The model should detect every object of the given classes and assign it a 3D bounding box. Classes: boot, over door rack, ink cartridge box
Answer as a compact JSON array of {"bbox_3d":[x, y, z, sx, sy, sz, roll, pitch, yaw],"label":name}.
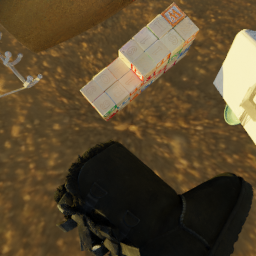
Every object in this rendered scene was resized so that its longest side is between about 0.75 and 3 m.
[{"bbox_3d":[0.444,0.926,3.884,2.111,0.953,2.576,37,40,13],"label":"boot"},{"bbox_3d":[-2.461,-1.149,5.134,1.279,0.577,1.731,48,29,-8],"label":"over door rack"},{"bbox_3d":[2.137,-0.225,3.211,1.463,0.840,2.015,2,43,-17],"label":"ink cartridge box"}]

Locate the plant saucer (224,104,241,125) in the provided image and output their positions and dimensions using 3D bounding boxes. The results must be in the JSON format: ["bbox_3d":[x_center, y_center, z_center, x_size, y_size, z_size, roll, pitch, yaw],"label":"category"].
[{"bbox_3d":[2.343,-0.407,5.789,0.143,0.796,0.796,24,57,-22],"label":"plant saucer"}]

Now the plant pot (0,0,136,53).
[{"bbox_3d":[-1.396,-3.030,5.844,2.860,2.665,2.665,-41,65,6],"label":"plant pot"}]

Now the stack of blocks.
[{"bbox_3d":[0.143,-0.911,4.273,1.783,1.027,0.522,-41,86,-2],"label":"stack of blocks"}]
